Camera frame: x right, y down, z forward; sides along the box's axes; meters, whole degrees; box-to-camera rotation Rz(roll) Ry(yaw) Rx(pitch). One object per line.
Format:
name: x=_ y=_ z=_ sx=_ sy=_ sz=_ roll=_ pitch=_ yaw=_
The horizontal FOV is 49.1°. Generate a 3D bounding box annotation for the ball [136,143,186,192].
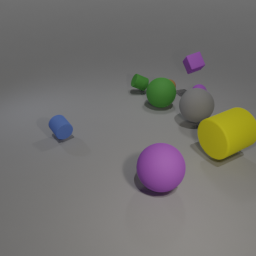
ball: x=0.944 y=1.128 z=8.047 sx=1.400 sy=1.400 sz=1.400 roll=0 pitch=30 yaw=0

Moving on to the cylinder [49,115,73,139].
cylinder: x=-2.558 y=-0.037 z=10.652 sx=0.700 sy=0.700 sz=0.700 roll=-20 pitch=45 yaw=-31

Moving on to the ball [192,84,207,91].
ball: x=3.335 y=-1.702 z=13.163 sx=0.700 sy=0.700 sz=0.700 roll=0 pitch=30 yaw=0

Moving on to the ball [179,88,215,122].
ball: x=2.795 y=-0.926 z=11.415 sx=1.400 sy=1.400 sz=1.400 roll=0 pitch=30 yaw=0

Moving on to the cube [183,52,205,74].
cube: x=3.097 y=-3.060 z=13.202 sx=0.700 sy=0.700 sz=0.700 roll=-20 pitch=-5 yaw=-6

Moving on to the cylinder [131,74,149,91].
cylinder: x=0.615 y=-2.369 z=14.530 sx=0.700 sy=0.700 sz=0.700 roll=18 pitch=23 yaw=-23

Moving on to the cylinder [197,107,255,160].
cylinder: x=3.305 y=0.165 z=9.336 sx=1.400 sy=1.400 sz=1.400 roll=-20 pitch=35 yaw=-24

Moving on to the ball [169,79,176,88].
ball: x=2.032 y=-2.076 z=13.945 sx=0.700 sy=0.700 sz=0.700 roll=0 pitch=30 yaw=0

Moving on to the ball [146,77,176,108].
ball: x=1.548 y=-1.653 z=13.091 sx=1.400 sy=1.400 sz=1.400 roll=0 pitch=30 yaw=0
